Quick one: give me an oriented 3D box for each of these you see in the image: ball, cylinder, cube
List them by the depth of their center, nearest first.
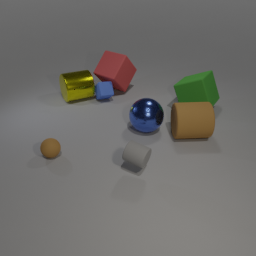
[{"bbox_3d":[0.286,0.828,8.831,0.700,0.700,0.700,24,37,19],"label":"cylinder"},{"bbox_3d":[-2.732,0.703,9.877,0.700,0.700,0.700,0,31,0],"label":"ball"},{"bbox_3d":[2.472,-0.298,10.891,1.400,1.400,1.400,-2,31,-2],"label":"cylinder"},{"bbox_3d":[0.741,-0.508,11.247,1.400,1.400,1.400,0,31,0],"label":"ball"},{"bbox_3d":[3.134,-1.628,12.706,1.400,1.400,1.400,-8,20,38],"label":"cube"},{"bbox_3d":[-1.191,-1.855,13.894,0.700,0.700,0.700,-9,-7,-27],"label":"cube"},{"bbox_3d":[-2.545,-2.104,13.953,1.400,1.400,1.400,-15,34,-24],"label":"cylinder"},{"bbox_3d":[-0.648,-2.941,14.512,1.400,1.400,1.400,22,81,31],"label":"cube"}]
